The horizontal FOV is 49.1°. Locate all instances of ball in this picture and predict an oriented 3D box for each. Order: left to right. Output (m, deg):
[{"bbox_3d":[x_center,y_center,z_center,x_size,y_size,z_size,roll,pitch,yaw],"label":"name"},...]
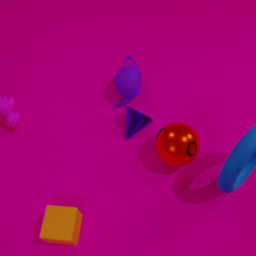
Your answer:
[{"bbox_3d":[1.323,0.445,7.555,1.227,1.227,1.227,0,60,0],"label":"ball"}]

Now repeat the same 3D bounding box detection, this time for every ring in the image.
[{"bbox_3d":[2.816,0.740,6.726,1.940,1.940,0.388,-41,56,-20],"label":"ring"}]

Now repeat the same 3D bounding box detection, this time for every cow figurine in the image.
[{"bbox_3d":[-3.520,-0.470,8.021,0.493,0.898,0.884,-2,84,28],"label":"cow figurine"}]

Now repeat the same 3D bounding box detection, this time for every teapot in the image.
[{"bbox_3d":[-0.060,-1.393,8.744,0.844,1.072,1.724,10,91,13],"label":"teapot"}]

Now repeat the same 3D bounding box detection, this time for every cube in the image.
[{"bbox_3d":[-1.585,2.347,6.744,0.747,0.747,0.747,4,61,4],"label":"cube"}]

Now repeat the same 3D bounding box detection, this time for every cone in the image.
[{"bbox_3d":[0.139,-0.023,8.275,0.931,0.931,0.934,27,91,15],"label":"cone"}]
